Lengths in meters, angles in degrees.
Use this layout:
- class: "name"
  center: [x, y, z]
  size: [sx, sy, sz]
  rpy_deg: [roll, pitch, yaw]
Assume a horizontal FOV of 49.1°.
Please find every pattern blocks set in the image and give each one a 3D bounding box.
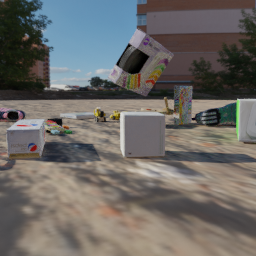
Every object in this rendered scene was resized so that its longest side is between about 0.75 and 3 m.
- class: "pattern blocks set"
  center: [-2.584, -0.052, 9.506]
  size: [1.489, 0.121, 1.309]
  rpy_deg: [17, 12, 31]

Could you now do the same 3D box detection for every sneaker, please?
- class: "sneaker"
  center: [3.970, -0.574, 11.724]
  size: [2.547, 0.948, 1.115]
  rpy_deg: [-3, 3, -19]
- class: "sneaker"
  center: [-5.773, -0.631, 13.052]
  size: [1.849, 0.649, 0.758]
  rpy_deg: [-2, 4, -5]

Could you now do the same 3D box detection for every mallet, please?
- class: "mallet"
  center: [-2.838, -0.069, 10.177]
  size: [0.581, 0.363, 1.766]
  rpy_deg: [0, 11, 0]

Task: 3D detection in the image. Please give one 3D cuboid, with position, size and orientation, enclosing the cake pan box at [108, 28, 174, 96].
- class: "cake pan box"
  center: [0.590, -2.777, 12.336]
  size: [0.681, 2.399, 2.605]
  rpy_deg: [42, 16, 33]

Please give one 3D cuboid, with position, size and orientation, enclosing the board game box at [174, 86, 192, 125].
- class: "board game box"
  center: [2.373, -0.995, 12.054]
  size: [0.278, 1.625, 1.093]
  rpy_deg: [6, 10, 40]

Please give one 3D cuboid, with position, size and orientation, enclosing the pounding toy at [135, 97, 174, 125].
- class: "pounding toy"
  center: [0.939, -0.714, 11.458]
  size: [1.210, 1.214, 2.117]
  rpy_deg: [9, 11, 31]

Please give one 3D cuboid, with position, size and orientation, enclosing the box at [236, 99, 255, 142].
- class: "box"
  center: [4.341, -0.255, 8.166]
  size: [2.177, 1.193, 2.467]
  rpy_deg: [1, 6, 21]

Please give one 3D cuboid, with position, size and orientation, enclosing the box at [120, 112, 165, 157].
- class: "box"
  center: [0.303, 0.118, 6.189]
  size: [0.919, 0.914, 0.787]
  rpy_deg: [-1, 7, -5]

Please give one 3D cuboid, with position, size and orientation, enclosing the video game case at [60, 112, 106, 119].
- class: "video game case"
  center: [-2.445, -0.685, 15.193]
  size: [1.848, 0.203, 1.685]
  rpy_deg: [-7, 10, -41]

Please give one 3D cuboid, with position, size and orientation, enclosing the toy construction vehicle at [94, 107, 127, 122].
- class: "toy construction vehicle"
  center: [-0.787, -0.677, 13.385]
  size: [1.609, 0.651, 1.848]
  rpy_deg: [-2, 8, -14]

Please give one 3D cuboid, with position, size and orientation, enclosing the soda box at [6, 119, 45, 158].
- class: "soda box"
  center: [-2.372, 0.198, 6.701]
  size: [0.677, 0.633, 1.987]
  rpy_deg: [-2, 8, -13]
